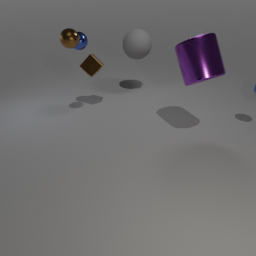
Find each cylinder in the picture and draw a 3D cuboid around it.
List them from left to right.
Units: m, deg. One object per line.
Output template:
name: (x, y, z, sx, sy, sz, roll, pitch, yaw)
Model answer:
cylinder: (2.428, -2.282, 9.459, 1.400, 1.400, 1.400, -16, 4, 1)

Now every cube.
cube: (-1.518, -2.654, 11.887, 0.700, 0.700, 0.700, 44, 13, -10)

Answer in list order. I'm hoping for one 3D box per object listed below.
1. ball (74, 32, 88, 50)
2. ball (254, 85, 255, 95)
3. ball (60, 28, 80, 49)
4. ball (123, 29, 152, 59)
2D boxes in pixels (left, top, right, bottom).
ball: (-1.925, -3.405, 10.955, 0.700, 0.700, 0.700, 0, 29, 0)
ball: (5.111, -1.461, 10.512, 0.700, 0.700, 0.700, 0, 29, 0)
ball: (-2.090, -3.205, 10.035, 0.700, 0.700, 0.700, 0, 29, 0)
ball: (0.438, -4.002, 13.404, 1.400, 1.400, 1.400, 0, 29, 0)
